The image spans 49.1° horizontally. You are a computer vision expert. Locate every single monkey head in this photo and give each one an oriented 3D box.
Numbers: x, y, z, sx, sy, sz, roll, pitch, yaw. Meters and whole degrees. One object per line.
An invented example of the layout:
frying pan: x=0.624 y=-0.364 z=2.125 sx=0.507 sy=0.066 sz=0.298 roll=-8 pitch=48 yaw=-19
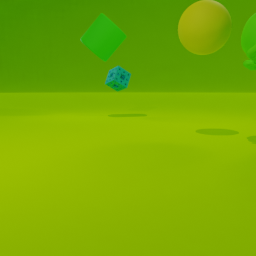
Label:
monkey head: x=2.903 y=-1.701 z=5.473 sx=1.314 sy=1.100 sz=1.826 roll=14 pitch=-13 yaw=16

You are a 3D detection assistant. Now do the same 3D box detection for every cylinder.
cylinder: x=-0.974 y=-3.593 z=11.176 sx=1.339 sy=1.339 sz=1.339 roll=41 pitch=11 yaw=-10

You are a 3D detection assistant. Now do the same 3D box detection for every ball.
ball: x=1.789 y=-2.342 z=6.573 sx=1.212 sy=1.212 sz=1.212 roll=0 pitch=8 yaw=0

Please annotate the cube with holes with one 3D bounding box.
cube with holes: x=-0.428 y=-2.107 z=12.052 sx=0.710 sy=0.710 sz=0.710 roll=28 pitch=-23 yaw=-31
